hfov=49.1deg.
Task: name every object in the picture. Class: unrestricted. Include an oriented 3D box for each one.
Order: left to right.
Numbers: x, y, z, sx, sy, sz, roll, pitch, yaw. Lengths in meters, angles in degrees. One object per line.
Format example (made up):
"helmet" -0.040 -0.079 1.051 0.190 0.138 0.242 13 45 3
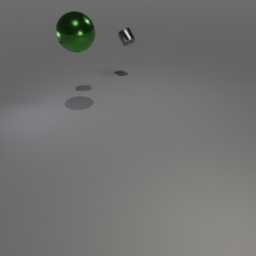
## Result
"ball" -1.877 -3.434 10.048 1.400 1.400 1.400 0 31 0
"cylinder" -0.080 -4.834 14.858 0.700 0.700 0.700 -27 -1 -1
